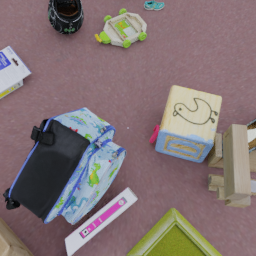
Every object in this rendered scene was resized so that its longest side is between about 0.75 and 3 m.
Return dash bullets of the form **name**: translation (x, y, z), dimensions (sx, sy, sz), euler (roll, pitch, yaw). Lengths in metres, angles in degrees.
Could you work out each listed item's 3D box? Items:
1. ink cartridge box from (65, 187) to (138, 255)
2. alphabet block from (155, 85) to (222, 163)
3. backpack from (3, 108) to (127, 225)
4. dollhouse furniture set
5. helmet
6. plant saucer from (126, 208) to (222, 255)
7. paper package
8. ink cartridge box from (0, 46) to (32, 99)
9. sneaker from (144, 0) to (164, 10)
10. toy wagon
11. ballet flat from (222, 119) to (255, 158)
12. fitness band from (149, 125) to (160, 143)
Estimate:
- **ink cartridge box**: translation (-0.962, 2.809, 7.995), dimensions (2.796, 1.324, 0.518), euler (-39, 78, -17)
- **alphabet block**: translation (1.941, -0.093, 9.211), dimensions (1.704, 1.713, 1.744), euler (15, 65, 5)
- **backpack**: translation (-1.401, 0.972, 7.824), dimensions (2.194, 2.985, 2.732), euler (32, 109, 2)
- **dollhouse furniture set**: translation (3.659, 1.132, 8.213), dimensions (2.002, 2.457, 2.337), euler (6, 65, 2)
- **helmet**: translation (-2.559, -4.672, 11.531), dimensions (1.595, 1.521, 1.595), euler (1, 88, -18)
- **plant saucer**: translation (1.381, 3.721, 8.031), dimensions (2.113, 0.507, 2.116), euler (-41, 70, -17)
- **paper package**: translation (-4.138, 3.674, 7.202), dimensions (2.471, 1.341, 2.593), euler (25, 65, 36)
- **ink cartridge box**: translation (-4.943, -2.123, 10.923), dimensions (1.854, 0.436, 1.833), euler (-35, 68, -17)
- **sneaker**: translation (1.185, -5.528, 12.575), dimensions (0.934, 0.372, 0.362), euler (-4, 64, -3)
- **toy wagon**: translation (-0.355, -4.114, 11.859), dimensions (2.236, 0.442, 1.735), euler (-29, 67, -12)
- **ballet flat**: translation (4.341, 0.192, 9.392), dimensions (2.859, 1.061, 1.061), euler (-30, 68, -18)
- **fitness band**: translation (0.918, 0.207, 9.584), dimensions (0.144, 0.771, 0.553), euler (21, 62, -2)
